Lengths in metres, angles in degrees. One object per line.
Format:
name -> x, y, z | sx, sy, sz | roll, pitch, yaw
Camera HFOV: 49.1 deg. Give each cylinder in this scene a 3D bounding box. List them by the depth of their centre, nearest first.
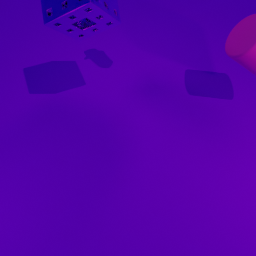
cylinder -> 3.846, -2.391, 8.264 | 1.362, 1.362, 1.362 | 24, 46, -26

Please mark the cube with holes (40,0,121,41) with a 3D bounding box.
cube with holes -> -1.207, -3.276, 7.081 | 1.394, 1.394, 1.394 | -12, 84, 27
